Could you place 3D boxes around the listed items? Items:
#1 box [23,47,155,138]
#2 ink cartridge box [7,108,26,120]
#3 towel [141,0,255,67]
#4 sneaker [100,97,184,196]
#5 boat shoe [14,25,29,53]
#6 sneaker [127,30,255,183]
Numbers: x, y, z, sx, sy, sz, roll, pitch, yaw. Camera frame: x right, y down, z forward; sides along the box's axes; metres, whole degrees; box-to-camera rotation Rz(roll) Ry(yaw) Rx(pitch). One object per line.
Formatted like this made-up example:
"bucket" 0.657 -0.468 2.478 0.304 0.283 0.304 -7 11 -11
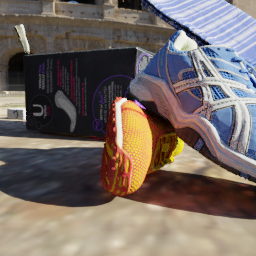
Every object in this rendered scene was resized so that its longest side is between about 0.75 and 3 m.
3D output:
"box" -0.766 -0.781 6.442 2.936 1.795 1.557 5 8 27
"ink cartridge box" -3.762 -0.516 9.972 0.862 0.363 0.630 4 9 28
"towel" 1.980 -2.454 6.322 2.107 0.347 2.911 -34 67 -32
"sneaker" 0.234 0.111 3.409 0.971 0.918 2.516 11 12 6
"boat shoe" -3.789 -3.163 10.018 0.314 1.052 0.376 -15 1 -20
"sneaker" 1.004 -0.279 2.962 1.043 1.061 2.755 19 17 -45
